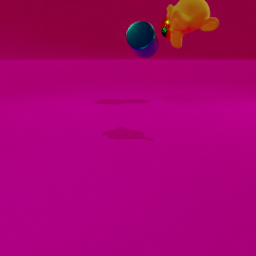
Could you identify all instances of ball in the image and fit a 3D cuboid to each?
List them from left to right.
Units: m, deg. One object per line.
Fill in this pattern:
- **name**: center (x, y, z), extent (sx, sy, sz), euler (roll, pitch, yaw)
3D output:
- **ball**: center (1.766, -3.848, 10.749), extent (1.067, 1.067, 1.067), euler (0, 15, 0)

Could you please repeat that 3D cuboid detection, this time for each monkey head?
- **monkey head**: center (1.354, -2.373, 6.277), extent (0.877, 1.047, 1.455), euler (-16, 43, -12)

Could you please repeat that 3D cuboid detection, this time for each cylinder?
- **cylinder**: center (0.580, -3.368, 10.778), extent (1.085, 1.085, 1.085), euler (4, -3, 15)
